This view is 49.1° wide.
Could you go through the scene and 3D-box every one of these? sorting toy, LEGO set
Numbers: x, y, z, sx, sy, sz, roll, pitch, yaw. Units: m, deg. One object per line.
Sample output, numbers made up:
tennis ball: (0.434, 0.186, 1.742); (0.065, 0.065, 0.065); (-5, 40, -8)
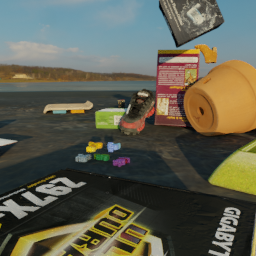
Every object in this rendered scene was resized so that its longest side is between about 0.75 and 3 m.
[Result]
sorting toy: (-3.436, -1.138, 16.077); (2.640, 0.482, 2.444); (-7, 11, -13)
LEGO set: (-0.620, 0.544, 6.031); (1.230, 0.469, 0.505); (2, 10, 17)

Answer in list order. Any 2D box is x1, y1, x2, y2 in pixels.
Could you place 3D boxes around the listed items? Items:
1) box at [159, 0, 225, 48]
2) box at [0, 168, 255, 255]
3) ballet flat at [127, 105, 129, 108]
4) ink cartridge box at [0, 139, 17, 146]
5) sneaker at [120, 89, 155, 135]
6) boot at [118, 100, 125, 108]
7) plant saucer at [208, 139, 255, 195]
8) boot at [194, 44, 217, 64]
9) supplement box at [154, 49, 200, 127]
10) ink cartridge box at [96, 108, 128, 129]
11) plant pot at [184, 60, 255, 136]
box: (1.645, -3.025, 7.408); (1.295, 1.273, 0.760); (-25, 6, 10)
box: (-0.462, 1.131, 1.892); (2.355, 0.728, 2.949); (3, 10, 28)
ballet flat: (0.566, -1.196, 15.182); (0.789, 0.793, 2.320); (9, 13, 34)
ink cartridge box: (-3.632, 0.508, 6.675); (1.461, 0.318, 1.268); (5, 10, 27)
sneaker: (0.352, -0.654, 9.746); (0.839, 1.160, 2.375); (16, 33, 16)
boot: (-0.437, -1.101, 14.772); (0.361, 0.743, 0.987); (7, 12, 34)
plant saucer: (3.060, 0.651, 5.006); (2.462, 0.590, 2.459); (8, 12, 38)
boot: (3.097, -2.934, 11.181); (0.963, 0.690, 0.339); (7, -8, -2)
supplement box: (1.891, -1.478, 10.668); (1.543, 2.797, 1.198); (3, 4, 13)
ink cartridge box: (-0.418, -0.421, 11.111); (1.270, 0.651, 1.719); (2, 9, 12)
plant pot: (2.986, -0.798, 9.067); (1.700, 2.429, 2.429); (-22, 18, -22)
